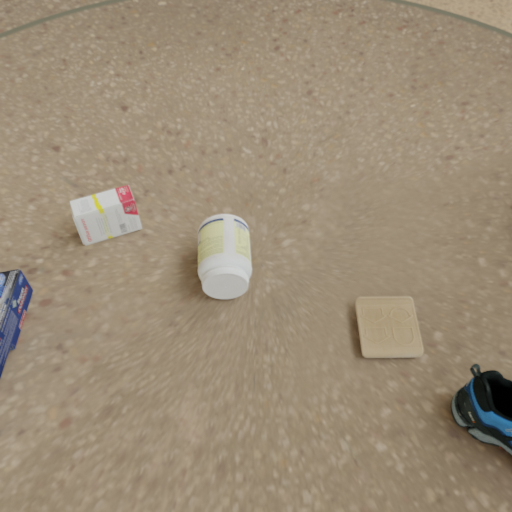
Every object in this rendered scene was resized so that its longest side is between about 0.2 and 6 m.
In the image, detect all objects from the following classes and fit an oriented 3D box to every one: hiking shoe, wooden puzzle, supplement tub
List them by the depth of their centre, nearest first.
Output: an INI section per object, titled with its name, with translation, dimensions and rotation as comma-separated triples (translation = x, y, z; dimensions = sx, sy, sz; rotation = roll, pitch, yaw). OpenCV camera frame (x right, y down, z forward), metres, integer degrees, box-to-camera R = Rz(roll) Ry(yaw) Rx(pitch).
[hiking shoe]
translation = 4.324, 2.711, 8.301
dimensions = 2.796, 1.212, 1.040
rotation = 26, 57, 18
[wooden puzzle]
translation = 2.352, 1.291, 10.024
dimensions = 1.072, 0.268, 1.157
rotation = -1, 57, 0
[supplement tub]
translation = -0.596, 0.014, 10.520
dimensions = 0.999, 0.999, 1.378
rotation = -3, 53, -2

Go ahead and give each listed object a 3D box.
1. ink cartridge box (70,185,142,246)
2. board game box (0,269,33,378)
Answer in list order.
[ink cartridge box]
translation = -3.005, -0.812, 11.226
dimensions = 1.214, 0.881, 0.507
rotation = -18, 53, -13
[board game box]
translation = -5.460, 1.398, 9.604
dimensions = 2.467, 0.761, 2.468
rotation = 1, 53, 2
